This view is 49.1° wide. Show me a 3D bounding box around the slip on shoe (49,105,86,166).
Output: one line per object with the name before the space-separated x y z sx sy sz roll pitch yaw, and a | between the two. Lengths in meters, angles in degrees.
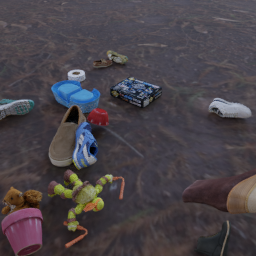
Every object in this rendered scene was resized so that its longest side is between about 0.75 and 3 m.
slip on shoe | -2.217 0.203 10.503 1.106 0.881 2.908 5 36 7

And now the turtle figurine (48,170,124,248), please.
turtle figurine | -1.430 1.997 8.060 1.985 0.793 2.462 18 53 35

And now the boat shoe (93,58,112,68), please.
boat shoe | -1.477 -3.837 16.426 1.222 0.439 0.463 -18 40 -23

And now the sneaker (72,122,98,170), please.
sneaker | -1.408 0.561 9.908 0.801 0.720 1.948 -17 48 16

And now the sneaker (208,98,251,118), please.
sneaker | 4.371 -0.708 12.083 1.741 0.665 0.701 19 50 32

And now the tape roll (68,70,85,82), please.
tape roll | -2.785 -2.815 15.128 0.920 0.322 0.920 0 37 0

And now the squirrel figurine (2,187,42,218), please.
squirrel figurine | -2.948 2.067 7.763 0.762 1.004 1.076 12 28 43

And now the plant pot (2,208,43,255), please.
plant pot | -2.612 2.690 7.129 0.997 0.997 0.892 -16 55 -21

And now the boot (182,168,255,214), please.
boot | 2.729 1.422 7.376 1.936 0.842 2.328 -3 14 41

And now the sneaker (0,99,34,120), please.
sneaker | -5.128 -0.991 12.202 1.944 0.754 0.887 -15 46 -23

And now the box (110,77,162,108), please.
box | 0.383 -1.778 13.574 2.022 0.465 1.607 24 43 29

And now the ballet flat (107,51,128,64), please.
ballet flat | -0.782 -4.256 16.949 1.706 0.603 0.603 26 44 31

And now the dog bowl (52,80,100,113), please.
dog bowl | -2.413 -1.460 13.006 2.568 0.637 1.432 27 44 31

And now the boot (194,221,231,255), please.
boot | 2.234 2.834 7.322 0.792 0.443 1.145 10 36 22

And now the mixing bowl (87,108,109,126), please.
mixing bowl | -1.147 -0.489 11.225 0.899 0.487 0.899 16 20 -6
